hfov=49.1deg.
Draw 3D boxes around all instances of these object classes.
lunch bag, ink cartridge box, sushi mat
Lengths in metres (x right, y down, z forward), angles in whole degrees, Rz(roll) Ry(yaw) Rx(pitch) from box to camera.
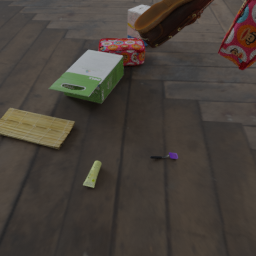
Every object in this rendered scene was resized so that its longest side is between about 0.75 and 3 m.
[{"bbox_3d":[3.533,-2.896,6.906,1.070,2.612,2.301,40,63,10],"label":"lunch bag"},{"bbox_3d":[0.681,-4.662,12.719,1.036,1.433,1.055,29,49,28],"label":"ink cartridge box"},{"bbox_3d":[-0.259,-3.258,11.707,1.915,0.784,1.687,-1,37,-3],"label":"lunch bag"},{"bbox_3d":[-1.330,-1.670,9.805,1.467,0.838,2.826,14,44,15],"label":"ink cartridge box"},{"bbox_3d":[-2.875,-0.024,8.483,2.384,0.144,1.141,12,43,13],"label":"sushi mat"}]

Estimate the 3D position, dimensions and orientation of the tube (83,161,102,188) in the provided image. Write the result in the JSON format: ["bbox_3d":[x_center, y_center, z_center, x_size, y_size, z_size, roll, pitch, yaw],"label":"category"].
[{"bbox_3d":[-0.874,1.174,7.126,0.218,0.195,0.750,-21,34,37],"label":"tube"}]

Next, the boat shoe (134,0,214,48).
[{"bbox_3d":[1.608,-3.461,8.072,2.947,1.036,1.037,-29,47,23],"label":"boat shoe"}]

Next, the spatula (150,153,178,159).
[{"bbox_3d":[0.983,0.780,7.633,0.777,0.080,0.220,-5,42,-6],"label":"spatula"}]
